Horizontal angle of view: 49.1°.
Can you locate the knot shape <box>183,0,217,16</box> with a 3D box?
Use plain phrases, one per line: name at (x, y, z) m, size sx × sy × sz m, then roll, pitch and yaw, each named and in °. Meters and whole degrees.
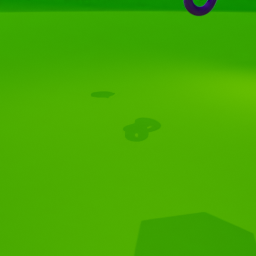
knot shape at (2.041, -3.533, 6.738) m, size 0.688 × 1.488 × 1.393 m, roll 38°, pitch 58°, yaw 8°
